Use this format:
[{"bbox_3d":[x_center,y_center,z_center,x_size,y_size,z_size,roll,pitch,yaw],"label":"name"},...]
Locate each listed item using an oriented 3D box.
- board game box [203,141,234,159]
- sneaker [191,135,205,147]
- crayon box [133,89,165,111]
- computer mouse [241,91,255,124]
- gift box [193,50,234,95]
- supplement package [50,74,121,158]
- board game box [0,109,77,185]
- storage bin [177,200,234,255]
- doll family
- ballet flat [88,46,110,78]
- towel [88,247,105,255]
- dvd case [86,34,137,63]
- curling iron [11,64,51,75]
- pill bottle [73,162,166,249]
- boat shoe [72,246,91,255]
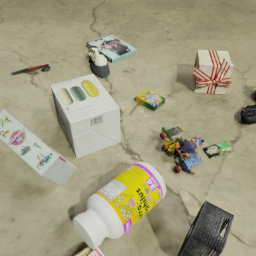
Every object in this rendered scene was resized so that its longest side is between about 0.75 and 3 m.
[{"bbox_3d":[3.307,0.801,10.243,0.985,0.116,0.516,-14,43,-15],"label":"board game box"},{"bbox_3d":[2.554,0.576,10.339,0.340,0.327,0.867,33,54,23],"label":"sneaker"},{"bbox_3d":[0.912,-1.278,12.288,1.229,0.317,0.773,33,52,31],"label":"crayon box"},{"bbox_3d":[5.423,-0.894,11.876,0.809,0.470,2.759,1,32,38],"label":"computer mouse"},{"bbox_3d":[3.732,-2.587,12.649,1.669,1.808,1.689,0,44,7],"label":"gift box"},{"bbox_3d":[-1.580,-0.505,10.403,1.781,1.768,2.346,-19,47,-19],"label":"supplement package"},{"bbox_3d":[-2.688,0.604,8.044,2.212,1.632,0.711,35,77,17],"label":"board game box"},{"bbox_3d":[1.814,2.646,6.707,0.737,1.572,1.063,26,44,16],"label":"storage bin"},{"bbox_3d":[1.776,0.769,9.834,1.124,0.763,1.944,-21,50,-27],"label":"doll family"},{"bbox_3d":[-1.539,-3.470,14.241,0.889,0.889,2.433,-13,45,-14],"label":"ballet flat"},{"bbox_3d":[-0.916,3.608,7.054,0.988,0.148,0.723,-33,78,-34],"label":"towel"},{"bbox_3d":[-0.943,-4.534,15.756,1.762,0.266,2.413,-30,51,-28],"label":"dvd case"},{"bbox_3d":[-4.871,-2.917,14.068,1.979,0.253,0.491,-11,45,-11],"label":"curling iron"},{"bbox_3d":[-0.222,2.144,7.897,2.588,1.349,1.349,-33,53,-30],"label":"pill bottle"},{"bbox_3d":[-1.440,3.584,7.128,1.303,0.467,0.496,-32,77,-28],"label":"boat shoe"}]
